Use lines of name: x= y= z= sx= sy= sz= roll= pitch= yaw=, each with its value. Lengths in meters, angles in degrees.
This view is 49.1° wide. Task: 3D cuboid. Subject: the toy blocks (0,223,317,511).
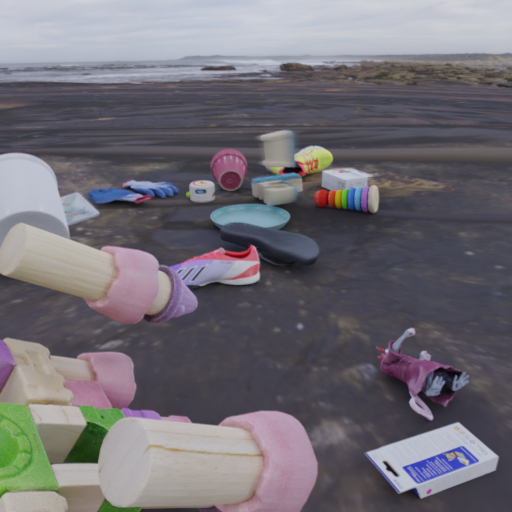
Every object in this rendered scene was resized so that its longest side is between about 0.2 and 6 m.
toy blocks: x=-1.072 y=1.802 z=4.516 sx=2.580 sy=3.065 sz=2.865 roll=24 pitch=13 yaw=-46

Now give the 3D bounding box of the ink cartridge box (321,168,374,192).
ink cartridge box: x=2.581 y=-2.090 z=15.730 sx=1.018 sy=0.486 sz=1.160 roll=-10 pitch=24 yaw=-24

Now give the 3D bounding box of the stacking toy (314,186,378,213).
stacking toy: x=2.204 y=-1.414 z=13.958 sx=1.593 sy=0.680 sz=0.680 roll=3 pitch=21 yaw=21

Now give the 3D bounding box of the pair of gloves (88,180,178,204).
pair of gloves: x=-3.322 y=-1.696 z=15.099 sx=1.839 sy=0.261 sz=2.287 roll=11 pitch=23 yaw=30

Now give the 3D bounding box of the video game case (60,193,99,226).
video game case: x=-3.923 y=-0.992 z=11.884 sx=0.789 sy=0.095 sz=0.866 roll=40 pitch=41 yaw=21

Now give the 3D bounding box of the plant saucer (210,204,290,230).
plant saucer: x=-0.136 y=-0.825 z=12.918 sx=1.818 sy=0.249 sz=1.818 roll=-1 pitch=22 yaw=0

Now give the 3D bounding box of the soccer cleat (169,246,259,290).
soccer cleat: x=-0.856 y=0.182 z=9.822 sx=1.840 sy=0.673 sz=0.628 roll=-3 pitch=22 yaw=-7

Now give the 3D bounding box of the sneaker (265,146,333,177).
sneaker: x=1.429 y=-2.747 z=17.135 sx=2.154 sy=0.842 sz=0.973 roll=-13 pitch=33 yaw=-16

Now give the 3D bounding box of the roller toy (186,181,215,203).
roller toy: x=-1.419 y=-1.718 z=14.787 sx=0.723 sy=0.505 sz=0.659 roll=-19 pitch=29 yaw=-40

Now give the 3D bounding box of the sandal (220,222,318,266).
sandal: x=0.286 y=-0.186 z=10.978 sx=2.272 sy=0.486 sz=0.864 roll=19 pitch=29 yaw=39

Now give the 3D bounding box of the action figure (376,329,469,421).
action figure: x=1.941 y=1.478 z=6.979 sx=1.264 sy=0.846 sz=0.941 roll=12 pitch=65 yaw=56

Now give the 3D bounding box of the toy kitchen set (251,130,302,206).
toy kitchen set: x=0.651 y=-2.280 z=13.956 sx=1.269 sy=1.725 sz=2.154 roll=-9 pitch=16 yaw=-10

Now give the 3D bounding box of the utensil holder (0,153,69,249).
utensil holder: x=-4.320 y=-0.798 z=10.321 sx=1.520 sy=1.520 sz=1.789 roll=-10 pitch=44 yaw=-24

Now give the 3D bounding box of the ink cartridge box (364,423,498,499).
ink cartridge box: x=1.771 y=2.089 z=5.691 sx=1.239 sy=0.230 sz=0.587 roll=-7 pitch=23 yaw=-23

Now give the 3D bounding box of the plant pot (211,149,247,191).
plant pot: x=-0.748 y=-2.351 z=15.856 sx=1.042 sy=1.042 sz=0.933 roll=-2 pitch=38 yaw=-6
